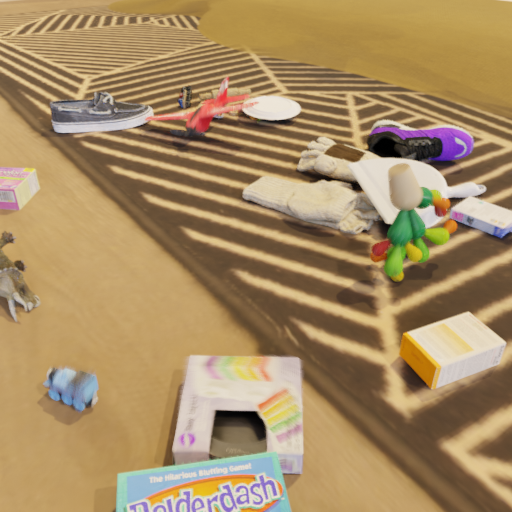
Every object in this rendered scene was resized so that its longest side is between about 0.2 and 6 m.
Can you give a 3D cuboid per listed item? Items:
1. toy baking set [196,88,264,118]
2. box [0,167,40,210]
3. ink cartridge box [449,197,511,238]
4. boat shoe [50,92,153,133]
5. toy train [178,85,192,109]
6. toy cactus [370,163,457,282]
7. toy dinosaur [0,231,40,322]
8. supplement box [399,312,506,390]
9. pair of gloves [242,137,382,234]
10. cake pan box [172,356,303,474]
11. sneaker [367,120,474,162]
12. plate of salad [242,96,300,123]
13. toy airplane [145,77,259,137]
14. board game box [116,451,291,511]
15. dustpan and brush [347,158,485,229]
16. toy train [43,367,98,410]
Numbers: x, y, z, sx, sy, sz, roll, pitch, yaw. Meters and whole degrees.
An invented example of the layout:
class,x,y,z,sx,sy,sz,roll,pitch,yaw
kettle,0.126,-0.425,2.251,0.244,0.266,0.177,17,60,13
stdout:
class,x,y,z,sx,sy,sz,roll,pitch,yaw
toy baking set,-0.868,-4.376,16.017,2.494,0.290,1.914,-8,34,-12
box,-5.016,-1.371,11.317,0.854,0.470,0.971,3,33,5
ink cartridge box,4.387,-0.708,10.520,0.746,0.262,1.250,-28,41,-36
boat shoe,-4.026,-3.838,14.665,2.603,0.882,0.934,-8,34,-11
toy train,-2.093,-4.719,16.560,0.367,0.274,1.604,-5,33,-2
toy cactus,2.402,-0.667,8.924,1.081,1.744,2.114,15,48,46
toy dinosaur,-4.338,0.203,8.605,2.264,0.871,1.158,8,28,6
supplement box,2.585,1.238,7.421,1.138,0.418,0.717,-14,36,-19
pair of gloves,1.634,-1.550,11.515,2.740,0.565,3.222,24,41,31
cake pan box,-0.176,1.832,6.558,1.430,0.406,1.553,0,34,4
sneaker,3.633,-2.416,12.698,2.360,0.821,1.174,10,40,23
plate of salad,0.410,-3.983,15.329,1.607,0.386,1.607,1,36,-1
toy airplane,-1.223,-3.738,14.326,3.117,0.573,3.117,-12,34,8
board game box,-0.402,2.851,4.917,1.648,0.487,2.167,-6,34,-9
dustpan and brush,3.382,-1.277,11.064,2.785,0.797,1.943,-14,49,-10
toy train,-2.267,1.593,6.860,0.737,0.421,0.319,13,32,22
